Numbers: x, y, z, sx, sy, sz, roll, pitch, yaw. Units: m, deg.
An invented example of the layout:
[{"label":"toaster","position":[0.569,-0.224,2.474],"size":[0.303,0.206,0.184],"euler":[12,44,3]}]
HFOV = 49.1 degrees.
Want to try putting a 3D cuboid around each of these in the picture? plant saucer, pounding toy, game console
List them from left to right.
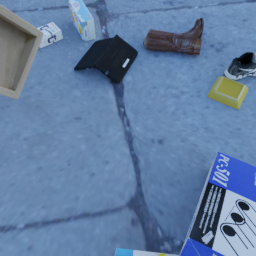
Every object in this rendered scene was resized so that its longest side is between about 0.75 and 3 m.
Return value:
[{"label":"pounding toy","position":[-3.596,-1.568,5.807],"size":[1.299,2.838,2.493],"euler":[22,91,28]},{"label":"game console","position":[-0.738,-2.352,9.805],"size":[1.530,1.012,1.739],"euler":[35,57,-12]},{"label":"plant saucer","position":[3.216,-1.203,8.926],"size":[1.053,0.255,1.053],"euler":[26,59,18]}]

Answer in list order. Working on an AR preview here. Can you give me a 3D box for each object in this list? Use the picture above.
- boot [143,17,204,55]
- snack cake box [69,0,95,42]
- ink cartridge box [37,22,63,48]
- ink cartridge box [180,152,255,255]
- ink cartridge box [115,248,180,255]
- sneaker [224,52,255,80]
[{"label":"boot","position":[1.674,-3.508,10.387],"size":[2.123,0.682,1.979],"euler":[8,53,11]},{"label":"snack cake box","position":[-1.751,-4.119,10.631],"size":[0.509,0.871,1.514],"euler":[-20,57,-14]},{"label":"ink cartridge box","position":[-3.029,-3.480,10.465],"size":[0.954,0.402,0.691],"euler":[-31,60,-20]},{"label":"ink cartridge box","position":[2.206,1.718,5.918],"size":[1.392,0.655,2.961],"euler":[23,34,15]},{"label":"ink cartridge box","position":[0.484,3.050,5.041],"size":[1.633,1.192,1.198],"euler":[5,87,3]},{"label":"sneaker","position":[4.161,-2.139,9.225],"size":[1.881,0.851,0.625],"euler":[-13,56,-9]}]
